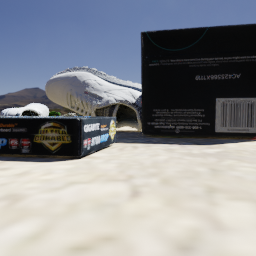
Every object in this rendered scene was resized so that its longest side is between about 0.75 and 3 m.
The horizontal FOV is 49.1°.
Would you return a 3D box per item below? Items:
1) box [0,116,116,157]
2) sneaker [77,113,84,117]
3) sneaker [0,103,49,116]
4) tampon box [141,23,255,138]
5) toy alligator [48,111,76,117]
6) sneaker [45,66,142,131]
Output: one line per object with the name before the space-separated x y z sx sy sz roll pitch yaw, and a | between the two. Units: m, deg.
box | -0.974 0.048 2.945 1.492 0.343 1.186 0 2 12
sneaker | -0.974 -0.553 9.062 0.901 1.059 2.322 -3 4 -44
sneaker | -3.338 -0.380 9.730 0.795 0.820 2.246 8 14 17
tampon box | 1.521 -0.759 5.627 2.052 1.728 2.738 1 2 16
toy alligator | -3.845 -0.477 13.009 2.767 0.665 0.917 6 2 -8
sneaker | -0.809 -0.683 6.856 2.945 1.125 1.185 11 40 14
